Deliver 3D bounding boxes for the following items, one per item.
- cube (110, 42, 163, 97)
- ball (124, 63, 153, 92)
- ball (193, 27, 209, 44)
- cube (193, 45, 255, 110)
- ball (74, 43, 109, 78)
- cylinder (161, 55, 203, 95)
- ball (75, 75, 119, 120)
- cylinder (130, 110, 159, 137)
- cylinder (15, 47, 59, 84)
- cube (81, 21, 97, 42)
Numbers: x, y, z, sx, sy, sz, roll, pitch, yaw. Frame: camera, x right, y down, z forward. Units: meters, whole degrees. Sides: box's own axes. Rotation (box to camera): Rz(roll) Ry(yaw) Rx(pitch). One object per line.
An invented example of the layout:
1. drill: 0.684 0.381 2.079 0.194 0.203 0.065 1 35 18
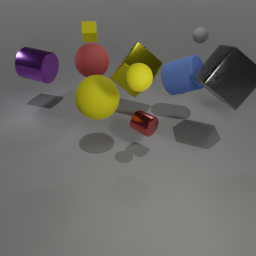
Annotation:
1. cube: 0.347 -2.440 11.922 1.400 1.400 1.400 37 60 -12
2. ball: 0.255 -1.239 6.878 0.700 0.700 0.700 0 29 0
3. ball: 3.276 -4.184 12.660 0.700 0.700 0.700 0 29 0
4. cube: 3.207 -1.665 9.019 1.400 1.400 1.400 36 15 -11
5. ball: -1.455 -2.710 11.328 1.400 1.400 1.400 0 29 0
6. cylinder: 2.330 -2.189 11.715 1.400 1.400 1.400 -10 19 38
7. ball: -0.972 -0.963 8.852 1.400 1.400 1.400 0 29 0
8. cylinder: 0.541 -0.158 9.292 0.700 0.700 0.700 28 39 30
9. cylinder: -4.098 -2.843 12.680 1.400 1.400 1.400 15 32 13
10. cube: -1.879 -4.689 13.651 0.700 0.700 0.700 -3 69 -5
